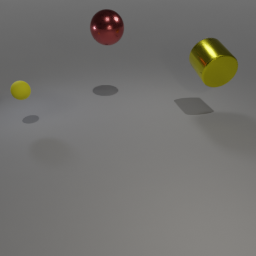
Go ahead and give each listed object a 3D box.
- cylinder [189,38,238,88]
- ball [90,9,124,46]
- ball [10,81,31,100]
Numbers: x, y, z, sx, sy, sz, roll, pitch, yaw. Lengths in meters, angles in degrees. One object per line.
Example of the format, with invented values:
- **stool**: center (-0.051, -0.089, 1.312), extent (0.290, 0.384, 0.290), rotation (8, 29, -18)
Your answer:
- **cylinder**: center (3.245, -2.509, 10.742), extent (1.400, 1.400, 1.400), rotation (-6, 44, -11)
- **ball**: center (-0.853, -4.104, 11.455), extent (1.400, 1.400, 1.400), rotation (0, 29, 0)
- **ball**: center (-3.922, -1.373, 10.242), extent (0.700, 0.700, 0.700), rotation (0, 29, 0)
